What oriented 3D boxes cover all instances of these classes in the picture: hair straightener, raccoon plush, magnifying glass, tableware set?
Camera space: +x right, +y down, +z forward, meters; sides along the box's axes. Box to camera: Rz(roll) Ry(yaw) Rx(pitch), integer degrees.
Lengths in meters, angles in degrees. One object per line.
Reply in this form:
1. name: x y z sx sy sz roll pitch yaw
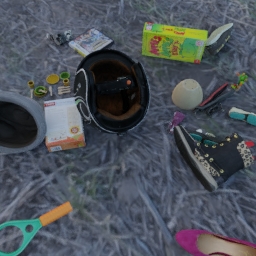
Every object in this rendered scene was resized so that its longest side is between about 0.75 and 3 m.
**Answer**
1. hair straightener: 3.505 -0.963 11.170 2.196 0.449 0.845 -33 63 -20
2. raccoon plush: -3.236 -4.493 13.437 1.222 0.591 0.819 35 56 21
3. magnifying glass: -2.667 2.762 7.836 2.333 0.261 0.929 -26 86 -18
4. tableware set: -3.326 -1.884 11.882 1.766 0.271 1.190 -10 57 -6

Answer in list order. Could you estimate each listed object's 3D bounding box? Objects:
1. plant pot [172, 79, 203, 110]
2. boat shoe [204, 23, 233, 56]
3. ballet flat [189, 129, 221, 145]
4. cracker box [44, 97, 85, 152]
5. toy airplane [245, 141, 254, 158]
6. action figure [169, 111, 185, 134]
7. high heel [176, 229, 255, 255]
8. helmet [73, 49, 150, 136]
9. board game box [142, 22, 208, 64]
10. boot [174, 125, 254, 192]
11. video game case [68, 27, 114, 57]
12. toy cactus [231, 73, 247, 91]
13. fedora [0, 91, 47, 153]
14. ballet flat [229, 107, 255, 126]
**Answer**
1. plant pot: 2.441 -1.470 11.272 1.255 0.843 1.255 0 58 0
2. boat shoe: 4.322 -4.185 13.135 0.852 0.720 2.391 -5 32 51
3. ballet flat: 2.763 0.357 10.349 1.405 0.478 0.481 21 49 1
4. cracker box: -2.397 -0.172 10.578 1.342 0.578 2.003 -9 58 -5
5. toy airplane: 4.093 0.813 10.154 1.213 0.223 1.213 -1 57 2
6. action figure: 1.777 -0.222 10.689 0.618 0.687 0.923 31 87 -22
7. high heel: 2.600 3.303 7.974 2.402 1.155 0.810 10 58 7
8. helmet: -0.612 -1.291 9.970 2.901 2.901 2.765 -16 21 -10
9. board game box: 2.011 -3.752 12.437 2.678 1.360 0.638 10 59 6
10. boot: 2.906 0.700 9.705 1.907 0.927 2.532 -26 64 -9
11. video game case: -1.747 -4.048 13.321 1.496 0.211 1.655 39 65 23
12. toy cactus: 4.533 -1.823 11.538 0.478 0.772 0.935 32 62 19
13. fedora: -4.134 -0.348 10.027 2.724 2.409 1.230 -3 27 6
14. ballet flat: 4.622 -0.478 10.898 1.323 0.460 0.460 21 59 14
